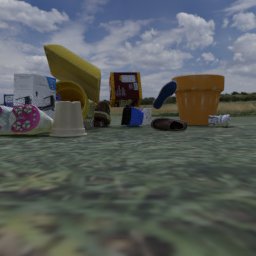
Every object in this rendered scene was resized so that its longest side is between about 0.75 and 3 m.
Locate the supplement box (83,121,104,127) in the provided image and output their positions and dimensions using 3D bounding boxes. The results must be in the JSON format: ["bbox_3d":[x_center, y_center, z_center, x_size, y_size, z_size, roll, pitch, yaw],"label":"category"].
[{"bbox_3d":[-1.474,-0.178,12.076,0.464,0.260,0.853,2,2,34],"label":"supplement box"}]

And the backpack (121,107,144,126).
[{"bbox_3d":[0.251,-0.517,12.578,0.925,0.895,1.102,2,1,-18],"label":"backpack"}]

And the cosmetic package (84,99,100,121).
[{"bbox_3d":[-2.222,-0.939,13.823,1.928,0.661,2.558,-2,-22,8],"label":"cosmetic package"}]

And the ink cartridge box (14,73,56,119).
[{"bbox_3d":[-2.866,-0.746,8.708,0.736,1.749,1.264,3,4,16],"label":"ink cartridge box"}]

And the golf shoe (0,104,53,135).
[{"bbox_3d":[-3.057,-0.146,7.553,2.343,0.882,1.072,5,-9,25],"label":"golf shoe"}]

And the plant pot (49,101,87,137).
[{"bbox_3d":[-1.566,-0.248,7.312,0.970,0.888,0.970,0,3,0],"label":"plant pot"}]

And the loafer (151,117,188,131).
[{"bbox_3d":[1.356,-0.136,9.337,1.228,0.448,0.436,0,2,13],"label":"loafer"}]

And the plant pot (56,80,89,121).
[{"bbox_3d":[-2.413,-0.836,11.554,1.789,1.789,1.683,0,-15,4],"label":"plant pot"}]

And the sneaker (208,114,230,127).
[{"bbox_3d":[3.838,-0.286,11.860,0.814,0.532,1.416,0,-2,14],"label":"sneaker"}]

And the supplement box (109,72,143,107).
[{"bbox_3d":[-0.130,-1.642,12.086,1.297,1.280,0.861,-2,-19,-8],"label":"supplement box"}]

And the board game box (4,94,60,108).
[{"bbox_3d":[-3.258,-0.541,9.582,1.837,1.243,0.317,0,3,-3],"label":"board game box"}]

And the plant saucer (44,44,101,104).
[{"bbox_3d":[-1.938,-2.109,10.706,2.366,0.573,2.365,32,-18,2],"label":"plant saucer"}]

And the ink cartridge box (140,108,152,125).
[{"bbox_3d":[0.904,-0.595,14.589,0.349,0.843,0.618,2,2,-33],"label":"ink cartridge box"}]

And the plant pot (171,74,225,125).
[{"bbox_3d":[3.529,-1.354,14.201,2.605,2.385,2.605,-1,2,0],"label":"plant pot"}]

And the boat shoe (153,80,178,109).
[{"bbox_3d":[1.398,-1.322,10.600,0.482,1.335,0.483,38,33,-4],"label":"boat shoe"}]

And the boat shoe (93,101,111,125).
[{"bbox_3d":[-1.133,-0.684,12.810,0.867,0.869,2.348,9,-9,-7],"label":"boat shoe"}]
